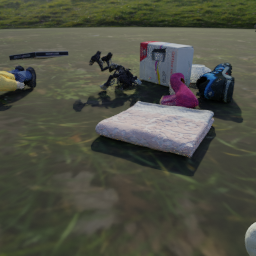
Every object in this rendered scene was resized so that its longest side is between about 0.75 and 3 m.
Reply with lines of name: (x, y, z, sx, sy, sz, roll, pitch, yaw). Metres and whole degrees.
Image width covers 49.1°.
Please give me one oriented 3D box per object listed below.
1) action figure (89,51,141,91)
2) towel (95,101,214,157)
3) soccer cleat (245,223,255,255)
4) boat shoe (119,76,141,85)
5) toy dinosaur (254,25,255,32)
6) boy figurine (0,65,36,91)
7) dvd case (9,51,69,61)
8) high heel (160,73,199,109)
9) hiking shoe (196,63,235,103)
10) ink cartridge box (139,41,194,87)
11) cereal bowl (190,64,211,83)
action figure: (-0.490, -2.015, 10.790, 1.284, 1.102, 2.160, -14, 53, -48)
towel: (0.781, -0.112, 7.171, 2.421, 0.390, 2.312, 12, 26, 27)
soccer cleat: (2.438, 1.638, 2.528, 2.696, 0.934, 1.046, 17, 31, 28)
boat shoe: (0.039, -1.949, 11.506, 1.024, 0.465, 0.362, 33, 30, 6)
toy dinosaur: (3.010, -1.736, 4.920, 1.156, 2.260, 0.870, 22, 14, -39)
boy figurine: (-4.498, -1.527, 9.755, 1.820, 0.943, 2.928, 11, 27, 21)
dvd case: (-2.112, -1.739, 6.729, 0.844, 0.139, 1.123, 1, 14, 27)
high heel: (1.862, -1.242, 9.089, 1.155, 0.811, 2.408, -1, 26, 24)
hiking shoe: (3.113, -1.789, 10.193, 1.219, 1.046, 2.811, 6, 24, 12)
ink cartridge box: (1.480, -2.619, 11.410, 0.929, 1.601, 2.170, -15, 27, -34)
cereal bowl: (2.989, -2.426, 12.243, 1.454, 0.605, 1.454, 1, 24, 0)
